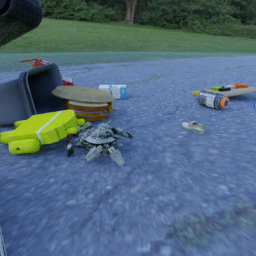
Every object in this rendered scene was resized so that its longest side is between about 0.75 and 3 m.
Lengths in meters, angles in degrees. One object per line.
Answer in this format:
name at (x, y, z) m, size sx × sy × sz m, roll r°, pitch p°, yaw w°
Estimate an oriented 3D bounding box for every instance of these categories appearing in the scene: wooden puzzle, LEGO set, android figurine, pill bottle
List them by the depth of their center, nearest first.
LEGO set at (-0.848, 0.115, 6.714) m, size 2.574 × 0.730 × 1.672 m, roll 15°, pitch 24°, yaw 38°
android figurine at (-2.074, 0.024, 6.899) m, size 2.036 × 0.418 × 1.853 m, roll -6°, pitch 25°, yaw 16°
pill bottle at (3.172, -1.032, 10.416) m, size 0.595 × 0.595 × 1.119 m, roll -14°, pitch 24°, yaw -37°
wooden puzzle at (4.423, -1.718, 12.265) m, size 2.776 × 0.325 × 1.873 m, roll -11°, pitch 17°, yaw -11°

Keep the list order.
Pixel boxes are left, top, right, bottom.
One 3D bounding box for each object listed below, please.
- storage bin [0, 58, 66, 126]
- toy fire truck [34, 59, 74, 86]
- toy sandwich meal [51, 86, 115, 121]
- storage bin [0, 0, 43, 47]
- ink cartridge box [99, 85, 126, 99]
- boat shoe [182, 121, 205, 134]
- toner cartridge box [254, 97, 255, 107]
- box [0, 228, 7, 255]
storage bin at (-3.349, -1.102, 8.901) m, size 1.844 × 1.999 × 2.746 m, roll -9°, pitch 18°, yaw 7°
toy fire truck at (-3.627, -2.383, 13.676) m, size 2.026 × 1.353 × 2.413 m, roll 14°, pitch 15°, yaw -19°
toy sandwich meal at (-1.487, -0.869, 9.476) m, size 2.341 × 0.802 × 2.341 m, roll 8°, pitch 14°, yaw -2°
storage bin at (-3.574, -2.637, 5.875) m, size 2.875 × 1.944 × 1.348 m, roll -23°, pitch 5°, yaw 10°
ink cartridge box at (-0.665, -1.589, 12.235) m, size 1.182 × 0.495 × 0.858 m, roll 0°, pitch 18°, yaw -1°
boat shoe at (1.870, -0.068, 8.004) m, size 0.292 × 0.267 × 0.782 m, roll -15°, pitch 23°, yaw -38°
toner cartridge box at (5.643, -1.145, 11.035) m, size 0.899 × 0.409 × 1.893 m, roll 12°, pitch 22°, yaw 31°
box at (-2.697, 1.066, 3.788) m, size 1.460 × 0.753 × 2.503 m, roll -12°, pitch 22°, yaw -32°
